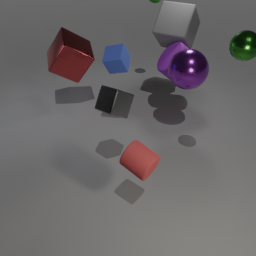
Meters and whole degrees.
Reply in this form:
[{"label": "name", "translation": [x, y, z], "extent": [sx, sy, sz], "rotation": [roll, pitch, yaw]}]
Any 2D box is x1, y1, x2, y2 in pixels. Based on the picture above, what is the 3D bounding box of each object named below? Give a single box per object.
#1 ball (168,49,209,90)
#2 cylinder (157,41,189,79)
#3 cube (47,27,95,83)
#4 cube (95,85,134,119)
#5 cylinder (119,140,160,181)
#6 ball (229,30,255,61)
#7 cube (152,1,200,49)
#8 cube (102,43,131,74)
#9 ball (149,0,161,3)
[{"label": "ball", "translation": [2.107, -2.047, 9.786], "extent": [1.400, 1.400, 1.400], "rotation": [0, 33, 0]}, {"label": "cylinder", "translation": [2.140, -2.522, 11.351], "extent": [1.400, 1.400, 1.400], "rotation": [31, 21, -28]}, {"label": "cube", "translation": [-2.423, -3.023, 11.723], "extent": [1.400, 1.400, 1.400], "rotation": [18, 39, -35]}, {"label": "cube", "translation": [-0.380, -0.727, 7.806], "extent": [0.700, 0.700, 0.700], "rotation": [22, 7, 42]}, {"label": "cylinder", "translation": [0.278, 0.752, 6.538], "extent": [0.700, 0.700, 0.700], "rotation": [36, 45, 19]}, {"label": "ball", "translation": [2.749, -1.929, 6.582], "extent": [0.700, 0.700, 0.700], "rotation": [0, 33, 0]}, {"label": "cube", "translation": [2.030, -4.185, 11.613], "extent": [1.400, 1.400, 1.400], "rotation": [19, -1, 23]}, {"label": "cube", "translation": [-0.387, -2.371, 9.646], "extent": [0.700, 0.700, 0.700], "rotation": [-2, 62, 21]}, {"label": "ball", "translation": [1.205, -5.902, 12.391], "extent": [0.700, 0.700, 0.700], "rotation": [0, 33, 0]}]
